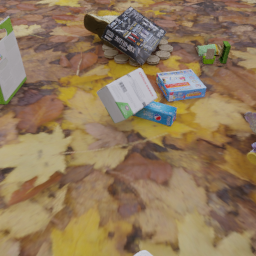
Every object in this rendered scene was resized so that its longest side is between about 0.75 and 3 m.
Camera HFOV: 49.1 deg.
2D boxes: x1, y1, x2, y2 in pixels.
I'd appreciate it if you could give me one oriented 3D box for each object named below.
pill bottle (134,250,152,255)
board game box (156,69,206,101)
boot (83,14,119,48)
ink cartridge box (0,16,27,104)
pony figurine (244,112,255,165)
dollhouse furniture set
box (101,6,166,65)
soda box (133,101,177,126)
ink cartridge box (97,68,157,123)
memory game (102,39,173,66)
[{"bbox_3d":[0.934,2.812,3.403,2.710,1.413,1.413,31,49,32],"label":"pill bottle"},{"bbox_3d":[1.744,-1.454,9.376,1.291,0.361,1.264,-8,41,-10],"label":"board game box"},{"bbox_3d":[-0.516,-4.349,12.347,1.931,0.900,2.497,-19,48,-41],"label":"boot"},{"bbox_3d":[-4.075,-2.114,8.698,0.846,2.235,1.652,4,40,5],"label":"ink cartridge box"},{"bbox_3d":[3.728,0.359,6.374,2.343,1.951,2.262,-29,80,-35],"label":"pony figurine"},{"bbox_3d":[3.368,-3.244,11.234,0.970,0.743,1.480,0,40,0],"label":"dollhouse furniture set"},{"bbox_3d":[0.324,-3.689,11.011,1.876,0.592,2.379,34,45,-3],"label":"box"},{"bbox_3d":[0.740,-0.492,8.175,1.289,0.413,0.437,19,43,20],"label":"soda box"},{"bbox_3d":[0.004,-0.877,7.479,1.350,0.986,0.569,-34,8,-37],"label":"ink cartridge box"},{"bbox_3d":[0.393,-3.337,11.786,2.996,0.191,2.996,0,40,0],"label":"memory game"}]
